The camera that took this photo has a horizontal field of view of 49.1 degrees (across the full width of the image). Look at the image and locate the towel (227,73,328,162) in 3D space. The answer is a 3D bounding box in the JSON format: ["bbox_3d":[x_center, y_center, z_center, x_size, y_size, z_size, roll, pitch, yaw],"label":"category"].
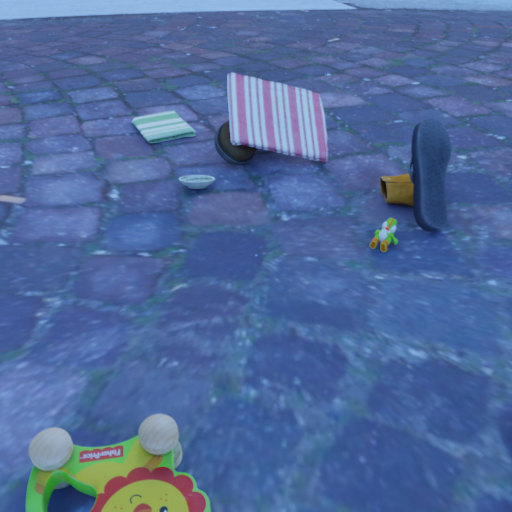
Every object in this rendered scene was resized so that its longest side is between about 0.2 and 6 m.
[{"bbox_3d":[0.508,-3.232,13.291,2.577,0.386,1.886,6,67,-24],"label":"towel"}]

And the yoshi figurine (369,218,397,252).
[{"bbox_3d":[2.411,-0.370,10.452,0.429,0.431,0.767,-23,24,52],"label":"yoshi figurine"}]

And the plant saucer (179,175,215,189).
[{"bbox_3d":[-1.302,-1.612,12.308,0.785,0.197,0.785,1,20,0],"label":"plant saucer"}]

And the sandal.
[{"bbox_3d":[3.317,-1.638,11.050,0.915,0.515,2.406,18,70,-26],"label":"sandal"}]

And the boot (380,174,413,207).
[{"bbox_3d":[3.304,-1.654,12.073,1.245,0.612,1.739,6,38,7],"label":"boot"}]

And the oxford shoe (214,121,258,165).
[{"bbox_3d":[-0.053,-3.193,13.593,1.093,1.270,3.008,44,42,-8],"label":"oxford shoe"}]

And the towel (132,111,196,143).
[{"bbox_3d":[-2.567,-3.528,15.322,1.352,0.207,1.772,-15,37,-22],"label":"towel"}]

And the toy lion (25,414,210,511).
[{"bbox_3d":[-1.406,2.595,5.734,1.852,0.636,1.775,-5,41,-7],"label":"toy lion"}]
